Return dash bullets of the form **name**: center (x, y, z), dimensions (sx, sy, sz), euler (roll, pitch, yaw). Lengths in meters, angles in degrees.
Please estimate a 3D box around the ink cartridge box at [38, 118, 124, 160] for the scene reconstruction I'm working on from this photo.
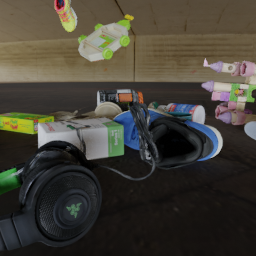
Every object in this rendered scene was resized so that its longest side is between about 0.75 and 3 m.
- **ink cartridge box**: center (-1.160, 0.257, 6.679), dimensions (1.786, 0.753, 1.305), euler (-5, 13, -25)

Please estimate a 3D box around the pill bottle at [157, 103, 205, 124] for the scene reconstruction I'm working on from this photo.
- **pill bottle**: center (1.764, -0.403, 9.612), dimensions (1.537, 0.863, 0.863), euler (8, 14, 35)

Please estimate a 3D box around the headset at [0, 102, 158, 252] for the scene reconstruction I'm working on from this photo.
- **headset**: center (-0.946, 0.575, 3.726), dimensions (2.837, 1.333, 1.752), euler (-15, 16, -13)

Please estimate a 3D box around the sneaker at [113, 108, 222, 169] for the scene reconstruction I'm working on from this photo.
- **sneaker**: center (0.519, 0.146, 6.346), dimensions (2.862, 1.098, 1.592), euler (15, 9, 30)

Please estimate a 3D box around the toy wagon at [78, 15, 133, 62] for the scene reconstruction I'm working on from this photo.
- **toy wagon**: center (-0.775, -3.731, 11.542), dimensions (2.609, 0.516, 2.025), euler (-40, 49, -13)

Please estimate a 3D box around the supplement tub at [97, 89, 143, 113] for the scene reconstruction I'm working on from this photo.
- **supplement tub**: center (-0.361, -1.101, 12.257), dimensions (1.905, 1.167, 1.167), euler (-2, 12, -10)

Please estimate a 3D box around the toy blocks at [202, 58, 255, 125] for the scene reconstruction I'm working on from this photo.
- **toy blocks**: center (3.851, -1.449, 10.991), dimensions (2.131, 2.366, 2.532), euler (4, 14, -2)

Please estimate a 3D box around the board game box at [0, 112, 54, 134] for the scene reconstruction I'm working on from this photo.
- **board game box**: center (-3.605, -0.194, 9.601), dimensions (1.930, 0.459, 0.980), euler (6, 13, 27)

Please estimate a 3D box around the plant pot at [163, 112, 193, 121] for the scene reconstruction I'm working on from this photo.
- **plant pot**: center (1.247, 0.048, 7.464), dimensions (0.909, 0.854, 0.909), euler (-1, 12, 0)

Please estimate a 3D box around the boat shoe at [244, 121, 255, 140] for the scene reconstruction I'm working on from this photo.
- **boat shoe**: center (4.182, 0.074, 8.031), dimensions (1.566, 0.578, 0.667), euler (7, 14, 22)

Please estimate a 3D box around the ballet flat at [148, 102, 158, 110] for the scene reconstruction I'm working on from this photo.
- **ballet flat**: center (1.228, -1.016, 13.950), dimensions (0.485, 0.485, 1.351), euler (3, 9, 14)

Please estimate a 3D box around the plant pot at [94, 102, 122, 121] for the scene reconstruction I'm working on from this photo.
- **plant pot**: center (-0.698, -0.235, 8.969), dimensions (0.975, 0.975, 0.893), euler (1, 23, 7)

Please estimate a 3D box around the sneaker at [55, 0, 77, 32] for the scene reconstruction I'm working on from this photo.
- **sneaker**: center (-2.234, -4.029, 9.662), dimensions (0.610, 1.561, 0.705), euler (4, 42, 16)

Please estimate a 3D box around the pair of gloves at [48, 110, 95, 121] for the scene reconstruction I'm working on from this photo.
- **pair of gloves**: center (-2.171, -0.343, 10.609), dimensions (2.091, 0.367, 1.778), euler (4, 15, 26)
